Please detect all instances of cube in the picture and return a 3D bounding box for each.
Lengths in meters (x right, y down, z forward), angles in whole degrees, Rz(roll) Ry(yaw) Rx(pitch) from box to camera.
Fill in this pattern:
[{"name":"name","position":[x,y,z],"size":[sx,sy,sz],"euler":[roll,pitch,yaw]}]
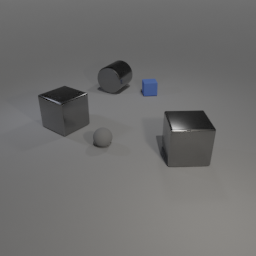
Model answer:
[{"name":"cube","position":[1.967,0.330,9.396],"size":[1.400,1.400,1.400],"euler":[-1,29,-2]},{"name":"cube","position":[-2.557,-0.730,11.319],"size":[1.400,1.400,1.400],"euler":[21,35,33]},{"name":"cube","position":[1.122,-2.112,14.530],"size":[0.700,0.700,0.700],"euler":[-3,27,-5]}]

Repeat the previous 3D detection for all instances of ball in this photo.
[{"name":"ball","position":[-0.913,0.328,10.141],"size":[0.700,0.700,0.700],"euler":[0,29,0]}]

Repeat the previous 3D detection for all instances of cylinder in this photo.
[{"name":"cylinder","position":[-0.676,-2.736,14.896],"size":[1.400,1.400,1.400],"euler":[14,34,24]}]
